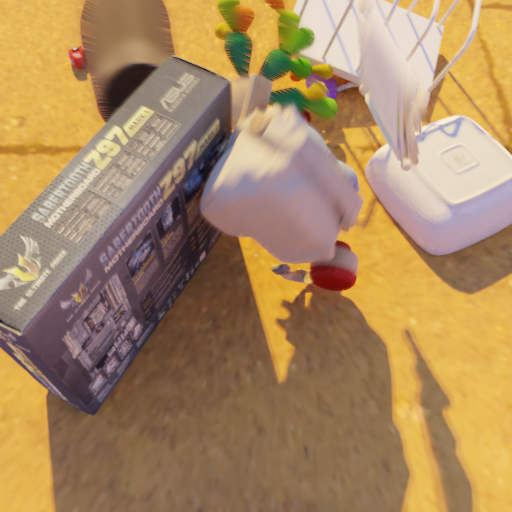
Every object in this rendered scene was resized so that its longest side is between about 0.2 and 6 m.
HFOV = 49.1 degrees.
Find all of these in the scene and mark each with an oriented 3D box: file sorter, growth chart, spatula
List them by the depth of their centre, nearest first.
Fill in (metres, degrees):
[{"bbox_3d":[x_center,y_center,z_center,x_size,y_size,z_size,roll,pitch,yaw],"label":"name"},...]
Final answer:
[{"bbox_3d":[1.540,-1.823,6.501,0.203,2.286,1.655,-24,75,6],"label":"growth chart"},{"bbox_3d":[2.188,-4.319,9.762,2.850,1.775,1.978,20,67,-5],"label":"file sorter"},{"bbox_3d":[1.893,-3.179,10.498,1.964,0.202,0.555,1,61,0],"label":"spatula"}]

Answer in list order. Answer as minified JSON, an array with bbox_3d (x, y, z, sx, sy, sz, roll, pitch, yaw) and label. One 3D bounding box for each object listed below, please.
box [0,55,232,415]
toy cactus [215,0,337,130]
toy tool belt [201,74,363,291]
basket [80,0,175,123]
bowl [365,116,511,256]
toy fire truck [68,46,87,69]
[{"bbox_3d":[-1.592,-0.153,7.071,0.963,2.976,3.774,26,63,12],"label":"box"},{"bbox_3d":[0.083,-3.061,9.417,2.227,2.699,1.380,-49,25,-9],"label":"toy cactus"},{"bbox_3d":[0.634,-0.894,7.443,1.816,2.909,1.788,-7,60,36],"label":"toy tool belt"},{"bbox_3d":[-1.799,-2.765,8.181,1.394,1.848,2.049,-5,48,-15],"label":"basket"},{"bbox_3d":[3.147,-1.326,9.052,2.210,0.826,2.213,-24,61,-14],"label":"bowl"},{"bbox_3d":[-2.983,-3.818,10.830,1.132,0.276,0.798,-23,62,-13],"label":"toy fire truck"}]
